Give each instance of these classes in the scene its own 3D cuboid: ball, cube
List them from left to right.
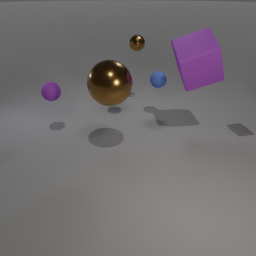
[{"bbox_3d":[-2.785,-1.320,10.140,0.700,0.700,0.700,0,28,0],"label":"ball"},{"bbox_3d":[-0.555,-1.371,8.587,1.400,1.400,1.400,0,28,0],"label":"ball"},{"bbox_3d":[0.407,-3.750,12.375,0.700,0.700,0.700,0,28,0],"label":"ball"},{"bbox_3d":[1.273,-2.029,11.753,0.700,0.700,0.700,0,28,0],"label":"ball"},{"bbox_3d":[2.454,-2.404,9.889,1.400,1.400,1.400,-16,47,11],"label":"cube"}]
